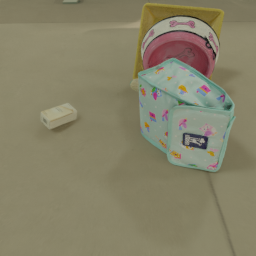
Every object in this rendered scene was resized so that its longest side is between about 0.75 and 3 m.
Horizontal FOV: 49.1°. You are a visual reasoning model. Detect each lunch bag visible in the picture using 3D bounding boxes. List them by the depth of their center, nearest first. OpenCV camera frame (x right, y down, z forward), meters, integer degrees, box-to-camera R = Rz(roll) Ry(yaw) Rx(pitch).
[{"bbox_3d":[1.510,-0.249,7.344,1.590,2.221,2.607,-27,47,-23],"label":"lunch bag"}]

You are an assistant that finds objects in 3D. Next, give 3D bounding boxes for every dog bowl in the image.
[{"bbox_3d":[1.706,-2.297,9.450,2.697,2.697,0.995,7,49,8],"label":"dog bowl"}]

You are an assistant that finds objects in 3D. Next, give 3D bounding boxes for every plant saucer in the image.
[{"bbox_3d":[1.856,-3.027,10.707,2.963,2.963,0.718,11,12,13],"label":"plant saucer"}]

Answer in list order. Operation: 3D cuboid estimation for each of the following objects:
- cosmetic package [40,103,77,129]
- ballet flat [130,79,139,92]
[{"bbox_3d":[-2.177,-0.387,8.840,0.529,0.373,1.021,38,44,26],"label":"cosmetic package"},{"bbox_3d":[0.632,-1.384,9.673,1.324,0.446,0.413,12,8,-46],"label":"ballet flat"}]
